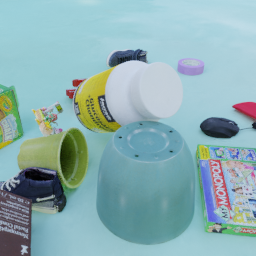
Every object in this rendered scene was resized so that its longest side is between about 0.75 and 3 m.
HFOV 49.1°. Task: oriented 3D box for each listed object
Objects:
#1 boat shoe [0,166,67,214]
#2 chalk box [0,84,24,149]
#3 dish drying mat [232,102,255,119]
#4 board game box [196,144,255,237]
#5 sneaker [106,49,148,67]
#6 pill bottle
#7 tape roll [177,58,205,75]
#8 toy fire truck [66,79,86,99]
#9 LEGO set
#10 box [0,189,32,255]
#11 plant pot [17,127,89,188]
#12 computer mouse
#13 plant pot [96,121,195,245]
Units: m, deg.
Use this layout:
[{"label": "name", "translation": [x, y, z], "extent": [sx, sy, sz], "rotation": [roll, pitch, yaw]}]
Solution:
[{"label": "boat shoe", "translation": [-2.411, 1.250, 6.141], "extent": [2.085, 0.967, 0.778], "rotation": [3, 34, 4]}, {"label": "chalk box", "translation": [-4.148, -0.350, 7.958], "extent": [1.612, 1.620, 2.604], "rotation": [22, 41, 29]}, {"label": "dish drying mat", "translation": [4.590, -0.313, 8.828], "extent": [1.013, 0.240, 2.637], "rotation": [-9, 28, -22]}, {"label": "board game box", "translation": [2.570, 1.336, 6.557], "extent": [1.734, 0.375, 2.577], "rotation": [4, 34, 5]}, {"label": "sneaker", "translation": [0.070, -3.196, 12.993], "extent": [1.437, 0.756, 1.989], "rotation": [23, 39, 34]}, {"label": "pill bottle", "translation": [-0.099, -0.731, 7.065], "extent": [1.662, 1.662, 2.967], "rotation": [-25, 11, -32]}, {"label": "tape roll", "translation": [2.853, -2.797, 12.738], "extent": [1.186, 0.389, 1.186], "rotation": [0, 33, 0]}, {"label": "toy fire truck", "translation": [-1.263, -1.310, 10.075], "extent": [1.879, 1.054, 1.578], "rotation": [-8, 16, -13]}, {"label": "LEGO set", "translation": [-1.732, -0.246, 6.400], "extent": [0.610, 0.754, 1.640], "rotation": [-29, 3, -10]}, {"label": "box", "translation": [-2.320, 2.163, 4.170], "extent": [1.411, 1.056, 2.817], "rotation": [34, 19, -33]}, {"label": "plant pot", "translation": [-1.853, 0.714, 6.777], "extent": [1.310, 1.425, 1.425], "rotation": [-2, 32, 17]}, {"label": "computer mouse", "translation": [3.507, -0.071, 8.616], "extent": [2.569, 0.437, 0.753], "rotation": [-1, 33, -3]}, {"label": "plant pot", "translation": [0.376, 0.934, 5.892], "extent": [2.220, 1.782, 2.220], "rotation": [-1, 34, 0]}]
